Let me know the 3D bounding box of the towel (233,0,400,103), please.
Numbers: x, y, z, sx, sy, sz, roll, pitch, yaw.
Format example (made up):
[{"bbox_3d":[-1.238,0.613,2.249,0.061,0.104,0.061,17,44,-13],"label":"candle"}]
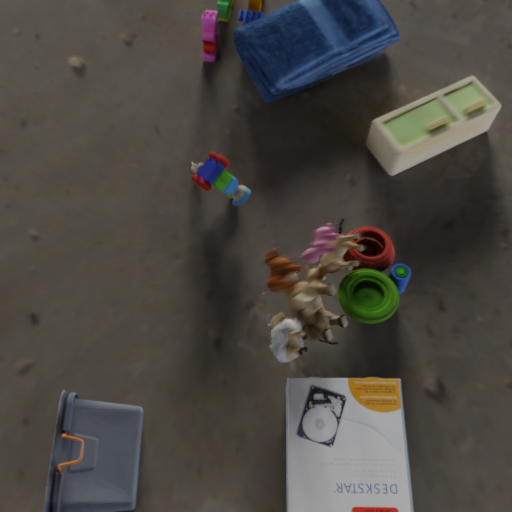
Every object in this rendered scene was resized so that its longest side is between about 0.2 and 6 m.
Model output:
[{"bbox_3d":[1.168,-4.276,10.921,3.008,0.730,1.680,-28,81,-12],"label":"towel"}]

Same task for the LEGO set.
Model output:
[{"bbox_3d":[-0.336,-5.392,11.387,1.095,1.178,2.870,7,64,3],"label":"LEGO set"}]

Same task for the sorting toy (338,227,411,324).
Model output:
[{"bbox_3d":[1.803,0.403,8.769,1.069,0.730,1.779,8,56,5],"label":"sorting toy"}]

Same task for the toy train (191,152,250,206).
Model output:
[{"bbox_3d":[-0.638,-1.320,9.705,0.834,1.441,0.610,37,92,-23],"label":"toy train"}]

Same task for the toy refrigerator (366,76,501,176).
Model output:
[{"bbox_3d":[3.193,-2.377,10.124,2.215,0.775,0.841,-25,66,-12],"label":"toy refrigerator"}]

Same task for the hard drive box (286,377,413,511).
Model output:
[{"bbox_3d":[1.204,2.744,7.590,1.592,0.785,2.043,0,64,1],"label":"hard drive box"}]

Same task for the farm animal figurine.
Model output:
[{"bbox_3d":[0.753,0.470,8.294,1.822,0.950,1.802,-15,100,-39],"label":"farm animal figurine"}]

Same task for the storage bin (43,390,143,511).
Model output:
[{"bbox_3d":[-2.115,2.678,7.504,1.102,1.194,1.641,4,63,-10],"label":"storage bin"}]
